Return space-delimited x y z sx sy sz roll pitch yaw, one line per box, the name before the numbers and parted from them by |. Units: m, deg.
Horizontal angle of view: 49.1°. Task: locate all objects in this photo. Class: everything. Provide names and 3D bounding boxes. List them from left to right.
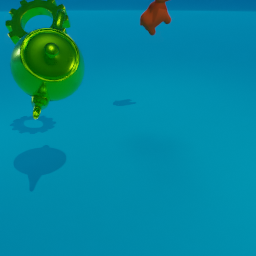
gear | -1.945 -2.258 6.088 1.330 1.330 0.246 1 -19 1
teapot | -1.256 -0.994 4.440 1.190 1.913 0.937 13 -14 -17
cow figurine | 0.736 -3.215 7.522 1.159 1.140 0.636 -37 54 10
